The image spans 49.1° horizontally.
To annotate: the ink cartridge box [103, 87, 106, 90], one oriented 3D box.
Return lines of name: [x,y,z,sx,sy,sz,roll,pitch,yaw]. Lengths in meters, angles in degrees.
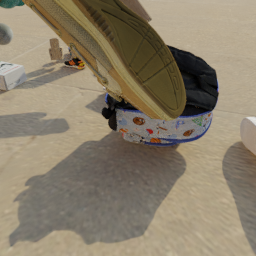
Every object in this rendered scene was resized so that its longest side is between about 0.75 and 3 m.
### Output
ink cartridge box: [0.349,-1.753,9.974,2.218,0.747,1.299,-23,48,-30]

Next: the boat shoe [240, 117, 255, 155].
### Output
boat shoe: [3.695,0.624,6.444,1.009,1.061,2.947,-5,24,-7]

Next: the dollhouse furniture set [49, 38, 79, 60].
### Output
dollhouse furniture set: [-2.438,-4.041,12.714,2.069,1.430,2.192,-5,24,-5]

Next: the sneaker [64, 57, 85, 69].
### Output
sneaker: [-2.291,-2.849,12.005,1.046,0.471,0.366,17,37,24]

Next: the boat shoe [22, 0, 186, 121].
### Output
boat shoe: [-0.287,-0.969,3.228,2.378,0.748,0.867,44,49,-11]

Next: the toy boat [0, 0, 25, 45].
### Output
toy boat: [-2.362,-2.715,5.755,2.248,1.045,1.890,-33,33,27]

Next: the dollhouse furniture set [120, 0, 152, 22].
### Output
dollhouse furniture set: [-1.225,-4.136,8.646,2.805,2.950,2.404,-33,78,6]

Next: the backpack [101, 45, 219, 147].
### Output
backpack: [0.951,-0.716,7.254,2.608,2.110,2.738,8,55,16]

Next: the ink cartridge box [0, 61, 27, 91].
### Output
ink cartridge box: [-4.801,-2.011,10.596,1.509,0.627,1.106,14,36,20]
